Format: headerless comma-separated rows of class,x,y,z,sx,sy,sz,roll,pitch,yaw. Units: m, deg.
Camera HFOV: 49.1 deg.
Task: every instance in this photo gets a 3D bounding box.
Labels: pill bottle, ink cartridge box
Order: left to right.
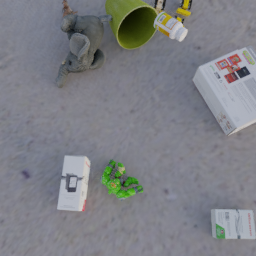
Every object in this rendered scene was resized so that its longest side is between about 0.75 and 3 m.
ink cartridge box,-1.717,1.810,9.092,0.699,1.217,1.676,4,73,1
pill bottle,1.433,-3.343,9.321,1.055,0.586,0.586,39,77,17
ink cartridge box,3.382,3.103,9.059,1.235,0.513,0.905,2,73,1
ink cartridge box,4.022,-1.383,10.153,2.252,1.076,2.565,-25,74,-7

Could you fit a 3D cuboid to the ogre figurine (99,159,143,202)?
ogre figurine,-0.284,1.819,9.395,0.906,0.742,1.512,-41,92,-30

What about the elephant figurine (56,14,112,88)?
elephant figurine,-1.681,-2.828,10.463,1.730,1.897,2.445,2,78,-27

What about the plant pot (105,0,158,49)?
plant pot,-0.067,-4.389,10.907,1.798,1.798,1.922,-28,60,-8

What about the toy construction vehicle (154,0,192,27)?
toy construction vehicle,1.753,-4.687,11.520,1.550,0.627,1.780,14,76,-7

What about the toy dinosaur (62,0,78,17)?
toy dinosaur,-2.536,-4.724,11.585,0.656,0.415,0.967,18,85,13
